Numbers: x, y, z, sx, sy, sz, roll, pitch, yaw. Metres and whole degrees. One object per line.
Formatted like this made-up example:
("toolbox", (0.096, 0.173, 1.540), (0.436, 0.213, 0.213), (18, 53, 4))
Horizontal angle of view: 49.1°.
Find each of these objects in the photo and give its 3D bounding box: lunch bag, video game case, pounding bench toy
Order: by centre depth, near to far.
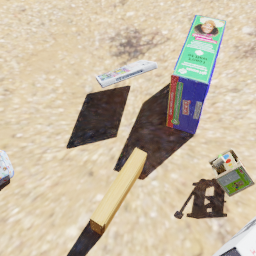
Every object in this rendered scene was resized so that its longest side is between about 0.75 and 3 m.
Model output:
("pounding bench toy", (2.060, 0.788, 5.886), (0.590, 0.951, 0.741), (-35, 22, 17))
("lunch bag", (-2.989, 0.896, 6.330), (0.636, 0.300, 0.794), (-34, 70, 1))
("video game case", (-0.101, -1.389, 7.063), (1.391, 0.175, 1.527), (-21, 18, -4))

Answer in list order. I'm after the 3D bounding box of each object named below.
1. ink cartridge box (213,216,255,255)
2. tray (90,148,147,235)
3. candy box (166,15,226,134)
("ink cartridge box", (2.446, 2.320, 4.493), (2.204, 0.919, 1.601), (-12, 57, -44))
("tray", (-0.173, 1.309, 5.805), (0.319, 0.850, 1.723), (29, 60, 13))
("candy box", (1.661, -1.305, 6.964), (0.860, 1.888, 2.233), (15, 57, 12))
